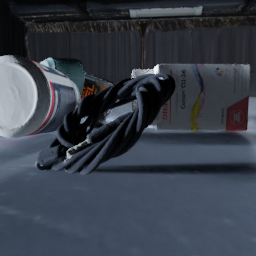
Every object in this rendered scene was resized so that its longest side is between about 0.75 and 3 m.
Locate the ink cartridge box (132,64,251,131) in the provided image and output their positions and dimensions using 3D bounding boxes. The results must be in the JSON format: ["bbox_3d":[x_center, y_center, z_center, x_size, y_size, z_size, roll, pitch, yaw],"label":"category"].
[{"bbox_3d":[1.521,-0.769,7.185,2.834,1.650,0.956,0,6,0],"label":"ink cartridge box"}]

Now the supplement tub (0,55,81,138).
[{"bbox_3d":[-2.042,-0.634,6.170,1.564,1.564,2.229,1,3,9],"label":"supplement tub"}]

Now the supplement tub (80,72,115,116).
[{"bbox_3d":[-1.522,-1.198,9.247,2.114,1.295,1.295,15,1,-26],"label":"supplement tub"}]

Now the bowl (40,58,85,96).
[{"bbox_3d":[-2.304,-1.413,8.736,1.003,1.917,1.917,16,-5,-41],"label":"bowl"}]

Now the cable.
[{"bbox_3d":[-0.207,-0.248,3.717,1.770,0.551,2.169,-22,21,41],"label":"cable"}]

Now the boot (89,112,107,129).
[{"bbox_3d":[-0.784,-0.436,7.617,0.453,0.854,1.297,6,7,-6],"label":"boot"}]
